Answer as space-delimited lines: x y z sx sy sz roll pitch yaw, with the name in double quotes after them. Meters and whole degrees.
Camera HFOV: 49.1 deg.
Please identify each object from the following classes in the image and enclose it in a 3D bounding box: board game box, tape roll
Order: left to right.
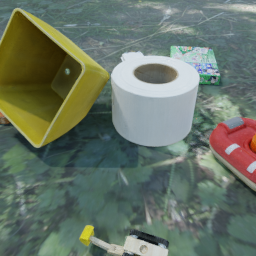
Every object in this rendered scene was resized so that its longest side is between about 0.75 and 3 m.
0.754 -0.860 8.185 2.434 1.671 2.434 1 38 0 "tape roll"
2.660 -2.645 11.489 1.824 0.394 2.710 4 38 6 "board game box"

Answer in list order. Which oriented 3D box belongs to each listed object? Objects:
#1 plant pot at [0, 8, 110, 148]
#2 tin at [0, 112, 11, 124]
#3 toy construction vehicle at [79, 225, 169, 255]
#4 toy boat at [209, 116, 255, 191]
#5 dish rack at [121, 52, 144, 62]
-2.012 -1.327 7.802 2.504 2.503 2.208 42 22 14 "plant pot"
-4.073 -0.659 9.038 1.674 0.351 0.938 30 51 32 "tin"
-0.113 2.676 4.606 2.098 0.739 1.827 10 50 17 "toy construction vehicle"
3.274 0.342 6.630 1.692 1.694 2.592 -20 42 -23 "toy boat"
0.279 -2.970 12.027 1.035 0.263 1.206 -8 38 -9 "dish rack"
